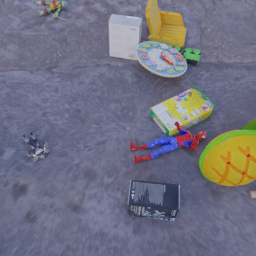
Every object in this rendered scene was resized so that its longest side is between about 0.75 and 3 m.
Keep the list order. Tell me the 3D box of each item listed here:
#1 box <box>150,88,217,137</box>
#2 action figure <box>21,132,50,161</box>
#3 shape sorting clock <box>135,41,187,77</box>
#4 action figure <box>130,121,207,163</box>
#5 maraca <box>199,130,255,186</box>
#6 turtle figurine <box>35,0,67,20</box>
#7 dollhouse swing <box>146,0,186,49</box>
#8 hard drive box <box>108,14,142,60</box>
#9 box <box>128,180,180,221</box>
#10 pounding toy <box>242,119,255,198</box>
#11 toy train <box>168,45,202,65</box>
[{"bbox_3d":[1.897,-0.588,9.534,2.009,0.486,1.179,-26,59,-15],"label":"box"},{"bbox_3d":[-2.904,0.589,8.780,0.685,0.365,1.053,-31,64,-27],"label":"action figure"},{"bbox_3d":[1.248,-2.589,10.344,2.013,0.395,2.013,13,46,-14],"label":"shape sorting clock"},{"bbox_3d":[1.341,0.320,8.510,2.422,1.199,0.790,-12,56,-11],"label":"action figure"},{"bbox_3d":[3.224,0.729,7.707,2.560,1.755,1.369,-23,33,13],"label":"maraca"},{"bbox_3d":[-3.491,-5.554,12.727,1.310,0.972,1.351,-12,52,-3],"label":"turtle figurine"},{"bbox_3d":[1.615,-4.402,11.494,1.671,1.616,1.839,10,56,8],"label":"dollhouse swing"},{"bbox_3d":[-0.108,-3.503,10.898,1.205,1.547,0.594,11,53,5],"label":"hard drive box"},{"bbox_3d":[0.662,1.935,7.451,1.293,0.960,0.692,5,55,4],"label":"box"},{"bbox_3d":[4.574,0.567,8.186,2.215,1.332,2.870,4,55,3],"label":"pounding toy"},{"bbox_3d":[1.815,-2.955,11.222,2.218,0.463,0.625,11,65,8],"label":"toy train"}]
